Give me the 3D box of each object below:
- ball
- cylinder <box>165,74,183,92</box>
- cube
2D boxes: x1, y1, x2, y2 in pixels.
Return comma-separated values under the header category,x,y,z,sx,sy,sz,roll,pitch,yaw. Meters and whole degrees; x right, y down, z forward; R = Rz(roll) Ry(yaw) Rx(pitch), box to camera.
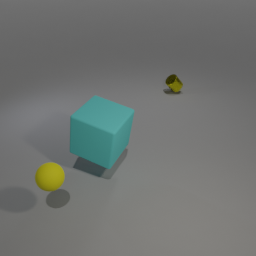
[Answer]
category,x,y,z,sx,sy,sz,roll,pitch,yaw
ball,-1.903,1.192,6.833,0.700,0.700,0.700,0,29,0
cylinder,2.452,-2.370,14.863,0.700,0.700,0.700,-25,46,29
cube,-0.787,0.095,8.443,1.400,1.400,1.400,21,39,14
